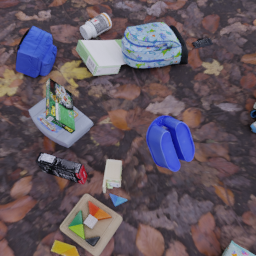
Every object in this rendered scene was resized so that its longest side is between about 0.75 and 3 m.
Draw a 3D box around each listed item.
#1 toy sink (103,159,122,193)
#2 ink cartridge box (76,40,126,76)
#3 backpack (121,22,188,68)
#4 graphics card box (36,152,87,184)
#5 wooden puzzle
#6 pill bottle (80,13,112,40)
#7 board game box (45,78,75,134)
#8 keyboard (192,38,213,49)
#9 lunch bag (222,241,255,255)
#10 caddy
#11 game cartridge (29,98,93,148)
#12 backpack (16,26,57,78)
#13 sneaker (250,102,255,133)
[{"bbox_3d":[-0.517,1.723,9.819,0.579,0.674,1.034,6,57,3],"label":"toy sink"},{"bbox_3d":[-0.835,-3.348,13.054,2.604,0.624,1.895,-13,56,-36],"label":"ink cartridge box"},{"bbox_3d":[1.042,-3.649,12.474,2.749,2.114,2.243,-18,54,0],"label":"backpack"},{"bbox_3d":[-2.293,1.420,9.792,1.645,1.032,0.418,13,61,9],"label":"graphics card box"},{"bbox_3d":[-1.214,3.133,9.163,1.715,0.297,2.542,23,61,14],"label":"wooden puzzle"},{"bbox_3d":[-1.600,-5.031,13.929,1.473,0.857,0.857,-37,65,-21],"label":"pill bottle"},{"bbox_3d":[-2.338,-0.803,9.669,0.245,1.092,2.085,-36,41,19],"label":"board game box"},{"bbox_3d":[3.665,-4.266,13.885,0.981,0.126,0.589,-16,59,-11],"label":"keyboard"},{"bbox_3d":[3.354,4.258,8.124,1.446,0.882,1.232,30,62,23],"label":"lunch bag"},{"bbox_3d":[1.111,0.415,7.565,1.085,1.535,0.806,-32,26,-22],"label":"caddy"},{"bbox_3d":[-2.791,-0.349,11.261,2.418,0.502,1.610,37,61,21],"label":"game cartridge"},{"bbox_3d":[-4.047,-3.387,12.552,1.613,1.562,1.922,20,55,-21],"label":"backpack"},{"bbox_3d":[5.557,-0.983,11.365,1.064,1.055,2.936,-2,45,32],"label":"sneaker"}]
